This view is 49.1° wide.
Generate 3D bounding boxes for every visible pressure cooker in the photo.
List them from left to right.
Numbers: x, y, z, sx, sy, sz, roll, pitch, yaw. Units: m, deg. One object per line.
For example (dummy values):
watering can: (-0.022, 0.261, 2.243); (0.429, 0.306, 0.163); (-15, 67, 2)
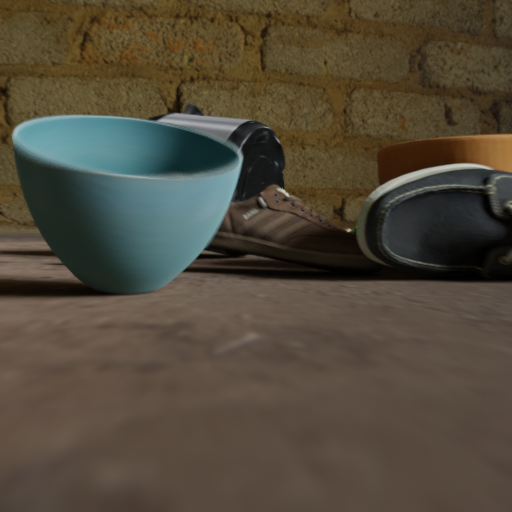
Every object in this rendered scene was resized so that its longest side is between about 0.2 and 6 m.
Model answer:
pressure cooker: (-1.141, -1.313, 10.258); (2.806, 2.506, 2.468); (12, 36, 26)

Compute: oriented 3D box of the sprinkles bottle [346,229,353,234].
sprinkles bottle: (2.146, -0.545, 16.198); (0.481, 0.481, 1.410); (-3, 4, -43)

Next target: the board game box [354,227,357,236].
board game box: (3.961, -0.587, 14.808); (2.005, 0.528, 2.621); (-6, 4, -9)

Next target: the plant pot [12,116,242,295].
plant pot: (-1.065, -0.378, 4.682); (1.756, 1.183, 1.756); (8, 24, -3)

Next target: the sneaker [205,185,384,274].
sneaker: (0.356, -0.387, 6.647); (2.404, 0.908, 0.847); (11, -3, 15)

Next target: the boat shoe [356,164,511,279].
boat shoe: (2.719, -0.334, 5.779); (3.366, 1.209, 1.138); (1, 7, -12)

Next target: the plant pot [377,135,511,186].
plant pot: (2.731, -0.621, 7.368); (2.270, 1.589, 2.270); (1, 3, 0)
